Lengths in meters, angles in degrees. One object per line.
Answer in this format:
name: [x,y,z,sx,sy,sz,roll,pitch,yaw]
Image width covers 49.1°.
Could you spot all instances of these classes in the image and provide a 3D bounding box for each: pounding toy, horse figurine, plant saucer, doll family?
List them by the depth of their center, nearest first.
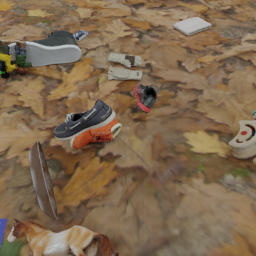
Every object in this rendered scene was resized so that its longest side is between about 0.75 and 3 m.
horse figurine: [-1.472,2.736,6.160,2.708,0.676,1.794,-7,26,4]
plant saucer: [-2.077,1.283,6.816,0.313,1.954,1.954,-15,48,-13]
pounding toy: [3.658,0.582,8.522,0.955,0.958,1.670,-13,31,26]
doll family: [-5.230,-2.711,11.052,2.738,1.583,1.074,12,22,13]

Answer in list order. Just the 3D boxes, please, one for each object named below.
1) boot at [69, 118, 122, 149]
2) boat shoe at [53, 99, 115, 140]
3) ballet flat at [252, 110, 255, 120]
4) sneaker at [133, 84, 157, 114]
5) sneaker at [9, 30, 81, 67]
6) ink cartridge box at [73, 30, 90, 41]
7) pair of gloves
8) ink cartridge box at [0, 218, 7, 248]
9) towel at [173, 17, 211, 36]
boot: [-0.988,0.177,8.774,0.951,0.666,1.774,35,55,22]
boat shoe: [-1.183,-0.225,6.744,1.842,0.578,0.669,-18,35,30]
ballet flat: [5.568,-0.632,9.278,2.920,1.104,0.933,-19,59,-14]
sneaker: [0.577,-1.104,9.053,0.520,0.719,1.471,26,28,-24]
sneaker: [-3.557,-3.473,12.011,2.986,1.056,1.481,-4,44,-11]
ink cartridge box: [-2.271,-4.516,13.535,0.444,0.175,0.894,21,49,20]
pair of gloves: [-0.122,-2.508,11.550,1.416,0.292,1.666,3,49,-3]
ink cartridge box: [-3.751,2.764,6.517,1.457,0.342,1.439,-5,46,-2]
towel: [3.250,-5.116,14.020,1.674,0.289,1.109,-26,51,-22]
